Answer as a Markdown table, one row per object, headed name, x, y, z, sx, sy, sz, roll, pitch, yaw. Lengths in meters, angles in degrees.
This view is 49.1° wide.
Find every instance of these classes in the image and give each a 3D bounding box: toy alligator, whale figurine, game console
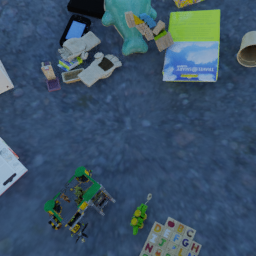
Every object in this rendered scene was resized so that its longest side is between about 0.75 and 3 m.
| name | x | y | z | sx | sy | sz | roll | pitch | yaw |
| --- | --- | --- | --- | --- | --- | --- | --- | --- | --- |
| toy alligator | 0.331 | 2.440 | 8.057 | 0.332 | 0.363 | 1.225 | 2 | 60 | 45 |
| whale figurine | 0.096 | -3.904 | 9.803 | 2.022 | 1.319 | 2.542 | -9 | 93 | -10 |
| game console | -1.669 | -4.093 | 10.679 | 1.662 | 0.340 | 2.818 | 15 | 69 | 6 |

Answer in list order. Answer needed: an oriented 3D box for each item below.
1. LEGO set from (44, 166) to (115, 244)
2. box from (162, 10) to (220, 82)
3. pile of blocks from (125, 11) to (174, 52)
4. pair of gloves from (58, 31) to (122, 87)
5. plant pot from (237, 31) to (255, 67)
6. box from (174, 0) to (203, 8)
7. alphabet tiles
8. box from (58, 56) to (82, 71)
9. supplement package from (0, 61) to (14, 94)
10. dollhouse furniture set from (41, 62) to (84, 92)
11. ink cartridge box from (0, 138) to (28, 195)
| name | x | y | z | sx | sy | sz | roll | pitch | yaw |
| --- | --- | --- | --- | --- | --- | --- | --- | --- | --- |
| LEGO set | -1.294 | 2.164 | 7.966 | 1.458 | 1.099 | 1.897 | 17 | 62 | 39 |
| box | 2.232 | -2.741 | 9.749 | 1.793 | 0.701 | 2.940 | 3 | 68 | 16 |
| pile of blocks | 0.704 | -3.353 | 9.271 | 1.928 | 0.792 | 0.599 | 28 | 26 | -29 |
| pair of gloves | -1.344 | -2.504 | 9.794 | 1.626 | 0.335 | 1.913 | -34 | 78 | -26 |
| plant pot | 4.411 | -2.862 | 9.909 | 1.026 | 1.026 | 0.939 | 12 | 57 | 5 |
| box | 2.401 | -5.844 | 11.041 | 1.527 | 0.967 | 1.585 | -20 | 70 | -8 |
| alphabet tiles | 1.038 | 3.089 | 6.935 | 1.282 | 0.049 | 1.540 | 26 | 75 | 7 |
| box | -2.052 | -2.335 | 9.905 | 0.481 | 0.188 | 0.790 | 34 | 50 | 14 |
| supplement package | -5.383 | -2.296 | 9.109 | 1.898 | 1.885 | 2.502 | -29 | 71 | -11 |
| dollhouse furniture set | -2.237 | -2.084 | 9.512 | 1.392 | 0.988 | 1.103 | -15 | 69 | -6 |
| ink cartridge box | -4.049 | 1.008 | 8.524 | 2.074 | 0.522 | 1.130 | 42 | 74 | 14 |
